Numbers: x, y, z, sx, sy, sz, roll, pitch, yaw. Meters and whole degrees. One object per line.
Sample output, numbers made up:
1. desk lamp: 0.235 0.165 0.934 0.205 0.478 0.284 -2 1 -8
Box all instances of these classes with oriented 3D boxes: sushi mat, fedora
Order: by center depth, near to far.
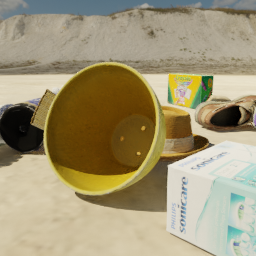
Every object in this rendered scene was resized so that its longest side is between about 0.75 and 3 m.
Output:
1. sushi mat: -1.397 -0.173 6.152 0.099 0.781 1.632 16 -11 31
2. fedora: 0.767 -0.011 6.772 2.347 0.957 2.347 -1 13 0

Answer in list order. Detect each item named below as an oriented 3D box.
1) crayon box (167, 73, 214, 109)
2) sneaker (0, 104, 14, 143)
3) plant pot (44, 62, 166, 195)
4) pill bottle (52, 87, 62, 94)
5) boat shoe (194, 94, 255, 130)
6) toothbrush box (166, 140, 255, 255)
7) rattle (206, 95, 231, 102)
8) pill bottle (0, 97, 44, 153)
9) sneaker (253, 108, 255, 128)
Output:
1. crayon box: 2.815 -1.745 12.967 0.721 1.470 2.475 -6 14 -26
2. sneaker: -3.518 0.027 6.551 1.241 1.056 2.721 0 12 10
3. plant pot: -0.165 0.117 4.808 2.033 2.033 1.443 7 -9 29
4. pill bottle: -2.614 -1.560 13.235 1.784 0.991 0.991 -2 13 -8
5. boat shoe: 3.439 -0.409 8.660 2.661 1.008 0.955 -11 19 -8
6. toothbrush box: 1.717 0.877 3.118 2.119 0.904 1.551 11 17 44
7. rattle: 3.372 -0.426 9.513 1.548 1.008 1.106 26 24 -5
8. pill bottle: -2.223 -0.192 7.113 1.145 1.145 2.047 1 13 6
9. sneaker: 5.053 -0.360 8.204 2.776 0.965 1.381 -5 15 -22
